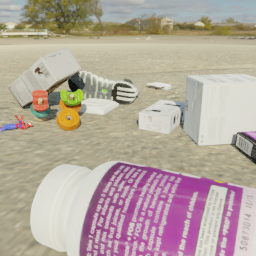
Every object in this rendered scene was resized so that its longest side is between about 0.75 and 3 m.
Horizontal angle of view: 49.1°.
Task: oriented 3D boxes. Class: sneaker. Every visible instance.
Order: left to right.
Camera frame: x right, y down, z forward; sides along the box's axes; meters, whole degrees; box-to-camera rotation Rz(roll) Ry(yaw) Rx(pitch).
[{"bbox_3d":[-0.812,-1.534,10.645,2.713,1.018,1.566,17,20,16],"label":"sneaker"}]

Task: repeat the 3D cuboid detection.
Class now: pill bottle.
[{"bbox_3d":[0.203,1.039,2.891,2.297,1.289,1.289,9,22,23],"label":"pill bottle"}]

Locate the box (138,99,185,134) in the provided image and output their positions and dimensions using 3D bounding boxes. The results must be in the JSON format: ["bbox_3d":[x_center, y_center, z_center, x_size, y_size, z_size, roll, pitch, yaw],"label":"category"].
[{"bbox_3d":[1.040,-0.361,7.904,0.924,0.477,1.585,10,23,26],"label":"box"}]

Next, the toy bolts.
[{"bbox_3d":[-2.010,-0.383,7.894,1.426,0.989,1.362,2,61,-16],"label":"toy bolts"}]

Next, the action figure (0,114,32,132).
[{"bbox_3d":[-3.062,-0.167,7.415,0.997,0.494,0.325,-3,20,-15],"label":"action figure"}]

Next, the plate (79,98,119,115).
[{"bbox_3d":[-1.124,-0.765,9.412,1.312,0.212,1.314,8,22,20],"label":"plate"}]

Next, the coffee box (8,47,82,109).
[{"bbox_3d":[-2.671,-1.565,8.920,2.147,0.857,1.213,-24,13,40],"label":"coffee box"}]

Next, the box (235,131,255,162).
[{"bbox_3d":[3.752,0.480,5.657,2.455,0.443,1.755,-2,20,-9],"label":"box"}]

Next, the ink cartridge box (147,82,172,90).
[{"bbox_3d":[1.349,-1.839,12.381,0.785,0.197,0.904,-15,25,-34],"label":"ink cartridge box"}]

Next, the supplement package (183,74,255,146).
[{"bbox_3d":[2.283,-0.488,6.771,1.549,1.481,1.139,-3,20,-7],"label":"supplement package"}]
